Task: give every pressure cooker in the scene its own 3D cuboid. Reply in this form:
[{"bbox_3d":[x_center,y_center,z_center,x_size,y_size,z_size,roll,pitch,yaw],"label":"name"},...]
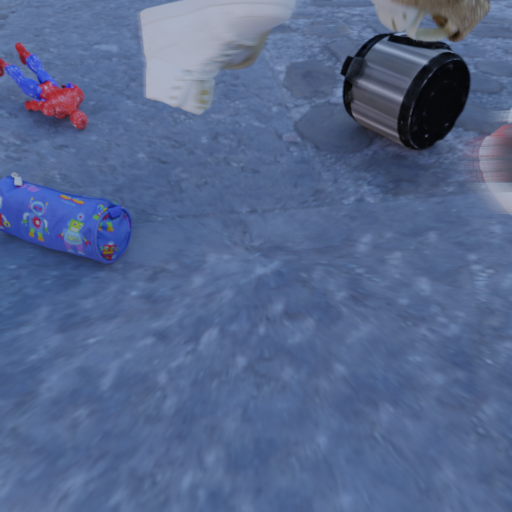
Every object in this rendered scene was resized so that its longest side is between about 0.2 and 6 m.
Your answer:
[{"bbox_3d":[2.704,-3.235,10.792,1.919,1.889,2.148,-39,49,-14],"label":"pressure cooker"}]

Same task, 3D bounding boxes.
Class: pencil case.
[{"bbox_3d":[-2.949,-0.592,8.298,2.210,0.960,0.862,16,26,17],"label":"pencil case"}]

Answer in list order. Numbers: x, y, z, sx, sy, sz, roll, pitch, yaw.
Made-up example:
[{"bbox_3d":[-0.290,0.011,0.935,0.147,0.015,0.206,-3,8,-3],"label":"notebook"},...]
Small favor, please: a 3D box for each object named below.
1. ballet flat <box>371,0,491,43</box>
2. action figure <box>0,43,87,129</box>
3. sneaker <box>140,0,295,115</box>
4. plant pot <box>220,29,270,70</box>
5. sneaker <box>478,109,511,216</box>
[{"bbox_3d":[2.242,-3.461,7.658,2.838,0.926,1.001,-3,42,-39],"label":"ballet flat"},{"bbox_3d":[-4.552,-3.574,12.075,1.058,0.836,3.234,-33,54,-26],"label":"action figure"},{"bbox_3d":[-0.522,-2.534,7.163,2.449,1.415,0.902,7,10,41],"label":"sneaker"},{"bbox_3d":[-0.344,-3.956,8.840,1.684,1.684,1.798,2,74,2],"label":"plant pot"},{"bbox_3d":[3.109,-1.287,5.995,0.866,0.920,2.247,41,53,-9],"label":"sneaker"}]
